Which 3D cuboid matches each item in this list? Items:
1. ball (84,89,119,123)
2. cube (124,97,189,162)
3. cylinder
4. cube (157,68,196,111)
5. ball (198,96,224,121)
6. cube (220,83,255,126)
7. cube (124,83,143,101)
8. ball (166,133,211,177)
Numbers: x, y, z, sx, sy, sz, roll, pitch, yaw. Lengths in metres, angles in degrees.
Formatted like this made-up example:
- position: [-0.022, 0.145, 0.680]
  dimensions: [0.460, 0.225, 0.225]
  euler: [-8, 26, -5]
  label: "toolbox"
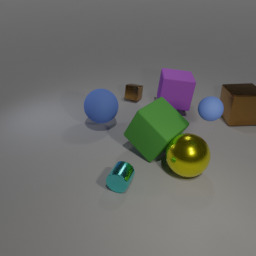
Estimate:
- position: [-1.083, -0.886, 11.329]
  dimensions: [1.400, 1.400, 1.400]
  euler: [0, 30, 0]
  label: "ball"
- position: [0.970, 0.042, 9.756]
  dimensions: [1.400, 1.400, 1.400]
  euler: [46, 49, 14]
  label: "cube"
- position: [-0.224, 1.482, 8.527]
  dimensions: [0.700, 0.700, 0.700]
  euler: [10, 31, 17]
  label: "cylinder"
- position: [2.131, -1.756, 12.654]
  dimensions: [1.400, 1.400, 1.400]
  euler: [7, 30, -1]
  label: "cube"
- position: [2.325, -0.540, 7.890]
  dimensions: [0.700, 0.700, 0.700]
  euler: [0, 30, 0]
  label: "ball"
- position: [4.896, -1.036, 12.140]
  dimensions: [1.400, 1.400, 1.400]
  euler: [-2, 29, -2]
  label: "cube"
- position: [0.296, -1.817, 14.108]
  dimensions: [0.700, 0.700, 0.700]
  euler: [14, 20, 20]
  label: "cube"
- position: [1.905, 0.862, 8.924]
  dimensions: [1.400, 1.400, 1.400]
  euler: [0, 30, 0]
  label: "ball"
